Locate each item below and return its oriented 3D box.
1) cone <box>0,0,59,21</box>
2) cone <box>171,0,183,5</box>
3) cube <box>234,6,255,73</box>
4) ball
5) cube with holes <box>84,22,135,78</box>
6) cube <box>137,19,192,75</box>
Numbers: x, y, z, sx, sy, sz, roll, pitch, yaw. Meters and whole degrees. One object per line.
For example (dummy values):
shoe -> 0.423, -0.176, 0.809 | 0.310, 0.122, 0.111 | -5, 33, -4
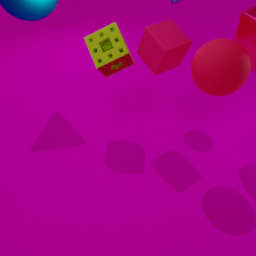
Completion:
cone -> -2.686, -3.764, 7.802 | 1.617, 1.617, 1.623 | -8, 17, -9
cone -> 1.358, -3.798, 7.232 | 0.860, 0.863, 0.860 | -23, 14, 6
cube -> 3.116, -1.958, 6.086 | 1.099, 1.099, 1.099 | -27, 55, -16
ball -> 1.869, -1.223, 5.703 | 1.151, 1.151, 1.151 | 0, 40, 0
cube with holes -> -0.446, -1.938, 7.090 | 0.855, 0.855, 0.855 | -24, 81, 8
cube -> 0.840, -1.912, 6.652 | 0.825, 0.825, 0.825 | -25, 69, -27
